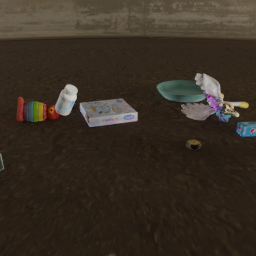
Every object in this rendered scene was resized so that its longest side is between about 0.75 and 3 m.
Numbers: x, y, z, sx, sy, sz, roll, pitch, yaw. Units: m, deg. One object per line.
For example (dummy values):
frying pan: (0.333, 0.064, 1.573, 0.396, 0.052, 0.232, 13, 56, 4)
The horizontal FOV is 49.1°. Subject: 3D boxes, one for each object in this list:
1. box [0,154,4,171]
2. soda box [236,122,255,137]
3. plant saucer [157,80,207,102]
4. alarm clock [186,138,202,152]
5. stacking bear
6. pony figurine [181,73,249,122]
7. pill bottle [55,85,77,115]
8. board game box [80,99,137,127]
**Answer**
box: (-5.329, 1.254, 7.650, 2.508, 0.617, 2.597, 8, 25, 24)
soda box: (4.889, 0.022, 10.715, 1.329, 0.426, 0.451, -2, 24, -7)
plant saucer: (3.038, -1.955, 15.126, 2.990, 0.537, 2.990, 0, 24, 0)
alarm clock: (2.277, 0.537, 9.743, 0.526, 0.260, 0.780, 1, 25, 3)
stacking bear: (-3.753, -0.697, 11.858, 1.624, 0.986, 0.924, 2, -17, -13)
pony figurine: (3.783, -1.108, 12.034, 2.278, 1.965, 2.360, 29, 21, 33)
pill bottle: (-1.921, -0.884, 8.790, 0.502, 0.924, 0.502, 22, 35, -16)
board game box: (-0.912, -0.729, 12.422, 2.088, 0.431, 2.093, -8, 25, -17)
